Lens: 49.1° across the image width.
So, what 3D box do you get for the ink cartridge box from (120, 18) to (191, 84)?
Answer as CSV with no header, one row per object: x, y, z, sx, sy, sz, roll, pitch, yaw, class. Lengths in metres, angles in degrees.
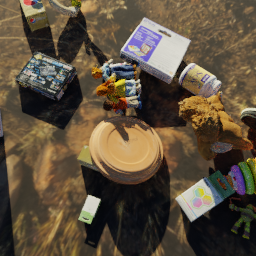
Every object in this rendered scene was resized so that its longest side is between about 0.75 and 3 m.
1.137,-3.148,11.222,2.244,0.492,2.265,28,62,3,ink cartridge box

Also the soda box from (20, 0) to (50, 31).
-4.320,-5.609,12.437,0.878,0.830,2.592,-21,67,-9,soda box

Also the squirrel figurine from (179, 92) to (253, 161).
2.758,-0.350,9.246,1.595,2.254,2.104,-27,45,36,squirrel figurine

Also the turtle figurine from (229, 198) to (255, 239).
3.719,2.817,8.664,1.355,0.436,1.093,26,67,12,turtle figurine

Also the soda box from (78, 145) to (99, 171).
-0.747,1.181,9.348,1.768,0.599,0.566,18,66,9,soda box

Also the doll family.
-0.473,-1.795,10.314,1.658,1.203,2.671,-6,58,-7,doll family

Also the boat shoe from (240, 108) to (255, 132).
5.061,0.270,9.562,2.737,0.983,0.926,36,65,13,boat shoe

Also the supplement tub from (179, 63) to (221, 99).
2.680,-1.697,10.439,1.312,0.954,0.954,38,70,21,supplement tub

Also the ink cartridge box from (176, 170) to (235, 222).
2.380,2.089,8.656,1.611,0.478,0.836,-38,67,10,ink cartridge box

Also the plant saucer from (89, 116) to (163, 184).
-0.019,0.624,9.384,2.532,0.409,2.532,8,56,-11,plant saucer

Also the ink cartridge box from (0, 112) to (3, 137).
-5.342,-0.526,9.391,1.431,1.979,1.457,-15,65,-5,ink cartridge box

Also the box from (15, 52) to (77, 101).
-3.192,-2.039,10.961,1.882,0.433,1.496,22,67,10,box

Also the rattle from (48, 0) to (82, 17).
-2.934,-5.879,11.815,2.283,1.631,1.487,30,68,-16,rattle

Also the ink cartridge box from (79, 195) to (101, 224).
-1.202,2.595,8.879,0.419,0.239,0.808,18,66,8,ink cartridge box

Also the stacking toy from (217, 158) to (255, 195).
3.788,1.581,8.910,2.684,1.473,1.558,-12,68,7,stacking toy
